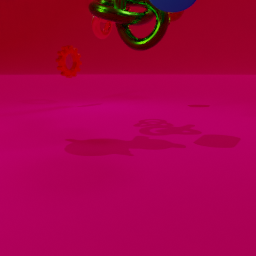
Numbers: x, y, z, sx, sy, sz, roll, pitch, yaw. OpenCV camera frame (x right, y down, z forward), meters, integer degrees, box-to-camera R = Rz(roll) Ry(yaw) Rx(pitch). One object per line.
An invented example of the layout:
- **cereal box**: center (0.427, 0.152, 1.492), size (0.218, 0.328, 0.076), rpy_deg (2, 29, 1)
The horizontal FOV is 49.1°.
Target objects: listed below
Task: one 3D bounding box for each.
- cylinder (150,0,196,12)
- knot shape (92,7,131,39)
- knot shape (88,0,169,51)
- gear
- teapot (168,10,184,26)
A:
- **cylinder**: center (0.730, -2.385, 4.359), size (0.788, 0.788, 0.788), rpy_deg (8, -21, 3)
- **knot shape**: center (-0.425, -2.541, 6.341), size (0.552, 1.118, 1.195), rpy_deg (38, -11, -20)
- **knot shape**: center (0.150, -2.251, 5.525), size (1.598, 1.495, 0.738), rpy_deg (-33, -7, -16)
- **gear**: center (-2.259, -2.548, 10.779), size (0.223, 1.208, 1.208), rpy_deg (10, 15, 30)
- **teapot**: center (1.480, -4.184, 9.552), size (0.895, 1.440, 0.705), rpy_deg (11, 2, 15)
